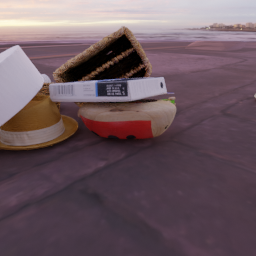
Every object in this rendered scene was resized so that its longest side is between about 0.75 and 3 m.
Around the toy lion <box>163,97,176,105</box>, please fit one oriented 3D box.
[{"bbox_3d":[1.141,-0.848,9.907,0.897,0.321,0.936,2,20,27],"label":"toy lion"}]

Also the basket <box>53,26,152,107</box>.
[{"bbox_3d":[-0.612,-1.619,8.804,2.681,1.913,1.997,-29,10,10],"label":"basket"}]

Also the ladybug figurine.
[{"bbox_3d":[-0.055,-0.248,7.217,2.550,0.917,1.731,2,11,13],"label":"ladybug figurine"}]

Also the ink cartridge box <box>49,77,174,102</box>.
[{"bbox_3d":[-0.336,-1.026,7.417,2.409,0.528,2.431,3,10,32],"label":"ink cartridge box"}]

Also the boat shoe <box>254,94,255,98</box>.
[{"bbox_3d":[5.736,-1.146,9.892,0.885,0.797,2.460,-14,25,-33],"label":"boat shoe"}]

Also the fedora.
[{"bbox_3d":[-2.526,-0.277,7.347,2.491,1.016,2.491,0,20,0],"label":"fedora"}]

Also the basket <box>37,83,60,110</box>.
[{"bbox_3d":[-3.030,-1.147,9.603,1.369,1.020,0.977,-4,21,-8],"label":"basket"}]

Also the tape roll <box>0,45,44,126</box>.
[{"bbox_3d":[-3.489,-0.741,6.683,2.905,1.016,2.905,-24,31,15],"label":"tape roll"}]

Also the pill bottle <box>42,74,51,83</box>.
[{"bbox_3d":[-3.859,-1.572,10.815,0.938,0.938,1.643,16,26,35],"label":"pill bottle"}]
